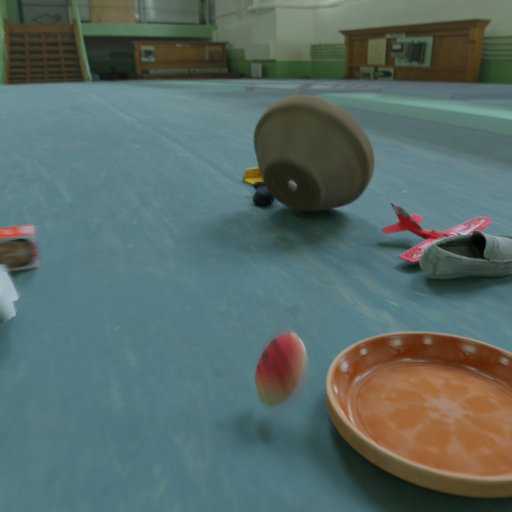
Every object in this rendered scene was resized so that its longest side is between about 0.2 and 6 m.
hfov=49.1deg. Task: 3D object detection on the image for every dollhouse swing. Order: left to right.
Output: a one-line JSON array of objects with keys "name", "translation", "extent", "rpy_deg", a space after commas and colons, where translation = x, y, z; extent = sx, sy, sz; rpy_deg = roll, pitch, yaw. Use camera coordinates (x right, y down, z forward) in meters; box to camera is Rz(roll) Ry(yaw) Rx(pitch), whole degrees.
[{"name": "dollhouse swing", "translation": [0.192, -2.473, 15.687], "extent": [0.904, 0.875, 0.995], "rpy_deg": [-13, 26, -29]}]

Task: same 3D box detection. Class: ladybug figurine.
[{"name": "ladybug figurine", "translation": [0.239, 1.247, 6.291], "extent": [0.590, 0.313, 0.870], "rpy_deg": [-2, 58, 46]}]

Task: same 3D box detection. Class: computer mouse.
[{"name": "computer mouse", "translation": [0.214, -1.621, 14.115], "extent": [0.797, 0.303, 1.151], "rpy_deg": [6, 32, 8]}]

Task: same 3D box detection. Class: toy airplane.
[{"name": "toy airplane", "translation": [3.388, -0.390, 10.921], "extent": [2.287, 0.421, 2.287], "rpy_deg": [-2, 37, 2]}]

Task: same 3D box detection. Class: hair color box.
[{"name": "hair color box", "translation": [-4.666, -0.081, 9.968], "extent": [1.410, 0.716, 0.432], "rpy_deg": [-10, 31, -20]}]

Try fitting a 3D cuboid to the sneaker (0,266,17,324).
[{"name": "sneaker", "translation": [-4.016, 0.604, 8.273], "extent": [0.732, 0.723, 1.843], "rpy_deg": [-28, 19, -14]}]

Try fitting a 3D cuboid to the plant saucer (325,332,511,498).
[{"name": "plant saucer", "translation": [2.070, 1.649, 6.174], "extent": [2.609, 0.421, 2.609], "rpy_deg": [0, 23, 0]}]

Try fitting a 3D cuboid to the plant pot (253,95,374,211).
[{"name": "plant pot", "translation": [1.048, -1.978, 12.489], "extent": [2.883, 2.883, 1.331], "rpy_deg": [13, 50, 29]}]

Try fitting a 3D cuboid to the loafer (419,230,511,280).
[{"name": "loafer", "translation": [3.914, -0.065, 9.727], "extent": [2.154, 0.752, 0.753], "rpy_deg": [-9, 51, -14]}]
